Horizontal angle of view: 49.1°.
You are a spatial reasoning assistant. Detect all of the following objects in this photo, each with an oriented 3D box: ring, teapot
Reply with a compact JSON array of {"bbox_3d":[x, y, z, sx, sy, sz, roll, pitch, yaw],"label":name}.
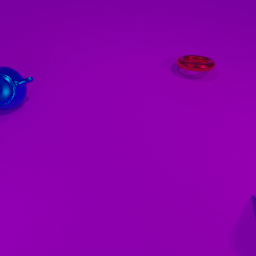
[{"bbox_3d":[2.368,-2.272,9.782,1.365,0.273,1.365,2,29,-1],"label":"ring"},{"bbox_3d":[-3.731,-1.108,8.123,2.093,1.301,1.025,-19,13,0],"label":"teapot"}]

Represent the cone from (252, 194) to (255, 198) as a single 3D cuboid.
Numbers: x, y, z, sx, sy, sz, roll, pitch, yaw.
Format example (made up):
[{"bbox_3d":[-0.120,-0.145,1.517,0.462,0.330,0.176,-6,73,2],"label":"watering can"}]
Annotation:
[{"bbox_3d":[3.333,1.626,5.935,1.424,1.424,1.430,-37,28,-30],"label":"cone"}]
